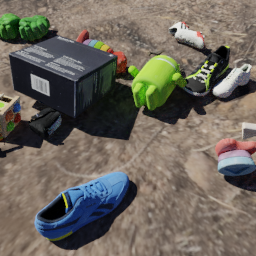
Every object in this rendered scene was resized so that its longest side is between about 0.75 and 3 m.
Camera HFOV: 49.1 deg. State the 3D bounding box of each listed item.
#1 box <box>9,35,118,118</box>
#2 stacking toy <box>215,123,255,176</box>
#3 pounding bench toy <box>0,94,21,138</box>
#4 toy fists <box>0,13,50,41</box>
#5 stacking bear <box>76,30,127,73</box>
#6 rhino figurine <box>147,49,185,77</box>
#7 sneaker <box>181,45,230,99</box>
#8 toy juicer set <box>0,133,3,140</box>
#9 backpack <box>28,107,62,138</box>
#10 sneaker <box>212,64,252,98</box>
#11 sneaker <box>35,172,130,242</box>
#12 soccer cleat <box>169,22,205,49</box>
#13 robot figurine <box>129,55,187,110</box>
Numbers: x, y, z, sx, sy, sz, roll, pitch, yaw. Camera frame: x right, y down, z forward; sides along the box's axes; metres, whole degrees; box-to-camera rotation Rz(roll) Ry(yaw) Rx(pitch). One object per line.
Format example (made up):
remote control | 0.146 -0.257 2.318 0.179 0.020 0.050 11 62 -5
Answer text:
box | -2.177 -1.943 9.890 2.759 1.436 2.512 24 40 19
stacking toy | 3.701 0.818 7.524 2.377 2.152 1.004 3 61 1
pounding bench toy | -4.267 -0.310 8.825 1.293 1.030 1.658 17 40 2
toy fists | -4.951 -4.671 12.922 2.615 0.899 1.333 5 50 3
stacking bear | -1.024 -2.874 11.277 2.109 1.281 1.199 21 52 8
rhino figurine | 1.621 -2.521 11.285 0.866 0.592 1.980 -21 55 -21
sneaker | 3.000 -2.275 10.638 1.046 1.208 2.917 31 55 23
toy juicer set | -4.671 0.200 9.128 1.244 0.339 0.791 20 53 17
backpack | -2.673 -0.195 9.272 0.840 0.637 1.007 32 56 9
sneaker | 3.915 -1.832 10.578 1.972 0.790 0.694 -33 59 -23
sneaker | -1.075 1.855 7.263 2.739 1.074 0.903 -28 53 -24
soccer cleat | 2.635 -4.101 12.593 0.917 0.739 2.153 -23 50 -9
robot figurine | 1.029 -1.685 10.073 2.032 1.340 2.317 13 50 29
